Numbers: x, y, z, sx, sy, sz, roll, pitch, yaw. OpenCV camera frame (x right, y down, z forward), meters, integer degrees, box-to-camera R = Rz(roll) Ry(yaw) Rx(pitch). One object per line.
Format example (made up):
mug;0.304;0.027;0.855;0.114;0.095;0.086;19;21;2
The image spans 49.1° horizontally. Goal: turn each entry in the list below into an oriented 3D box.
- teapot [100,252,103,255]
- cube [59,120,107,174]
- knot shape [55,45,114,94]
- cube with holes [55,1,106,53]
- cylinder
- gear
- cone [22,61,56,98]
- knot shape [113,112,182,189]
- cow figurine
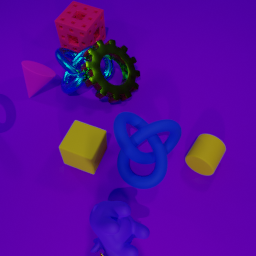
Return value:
teapot;-0.155;3.068;5.008;0.922;1.171;1.883;-43;108;-29
cube;-1.065;0.478;6.881;0.847;0.847;0.847;19;58;10
knot shape;-1.418;-1.696;8.275;1.790;0.827;1.675;15;61;9
cube with holes;-1.486;-3.161;9.035;1.106;1.106;1.106;21;60;13
cylinder;1.898;0.650;6.863;0.740;0.740;0.740;30;63;17
gear;-0.450;-1.603;7.903;1.753;0.324;1.753;8;75;-34
cone;-2.694;-1.276;8.033;0.959;0.963;0.959;23;22;-10
knot shape;0.321;0.344;6.611;1.738;0.858;1.857;45;75;-16
cow figurine;-0.306;1.813;4.981;1.383;1.405;0.771;-4;37;46
